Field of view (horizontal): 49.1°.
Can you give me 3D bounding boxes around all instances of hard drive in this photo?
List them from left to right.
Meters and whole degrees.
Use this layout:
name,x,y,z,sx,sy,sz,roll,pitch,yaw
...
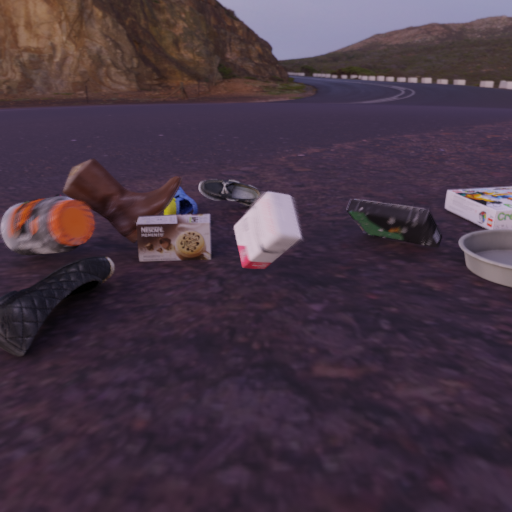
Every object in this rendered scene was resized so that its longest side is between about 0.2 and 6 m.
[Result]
name,x,y,z,sx,sy,sz,roll,pitch,yaw
hard drive,2.915,-0.700,11.814,1.753,0.332,1.225,12,-18,37

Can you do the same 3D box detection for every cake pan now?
name,x,y,z,sx,sy,sz,roll,pitch,yaw
cake pan,5.099,0.060,10.547,2.486,0.456,2.486,0,20,0

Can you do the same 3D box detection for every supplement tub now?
name,x,y,z,sx,sy,sz,roll,pitch,yaw
supplement tub,-3.981,-0.569,10.734,1.741,1.066,1.066,-4,14,37

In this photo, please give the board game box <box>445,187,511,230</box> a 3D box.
name,x,y,z,sx,sy,sz,roll,pitch,yaw
board game box,6.752,-1.239,14.002,3.284,0.568,2.073,-5,21,-13

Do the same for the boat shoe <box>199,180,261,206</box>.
name,x,y,z,sx,sy,sz,roll,pitch,yaw
boat shoe,-0.669,-1.737,14.802,1.656,0.626,0.500,7,-13,-16

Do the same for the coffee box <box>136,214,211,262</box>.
name,x,y,z,sx,sy,sz,roll,pitch,yaw
coffee box,-1.631,-0.368,11.195,1.440,0.814,0.575,-1,23,-5

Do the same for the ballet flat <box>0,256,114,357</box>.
name,x,y,z,sx,sy,sz,roll,pitch,yaw
ballet flat,-3.072,0.699,8.690,0.972,0.831,2.924,-37,3,25

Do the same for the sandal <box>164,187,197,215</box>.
name,x,y,z,sx,sy,sz,roll,pitch,yaw
sandal,-1.934,-1.323,14.226,0.798,0.729,1.834,4,25,-13

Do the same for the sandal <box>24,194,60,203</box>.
name,x,y,z,sx,sy,sz,roll,pitch,yaw
sandal,-5.355,-1.348,14.437,2.215,0.499,0.832,18,26,41

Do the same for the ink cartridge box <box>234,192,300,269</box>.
name,x,y,z,sx,sy,sz,roll,pitch,yaw
ink cartridge box,0.168,-0.411,9.437,0.493,0.846,1.169,4,-29,-32

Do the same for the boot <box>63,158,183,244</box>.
name,x,y,z,sx,sy,sz,roll,pitch,yaw
boot,-2.738,-1.479,11.500,1.941,1.809,0.623,40,-2,-15
